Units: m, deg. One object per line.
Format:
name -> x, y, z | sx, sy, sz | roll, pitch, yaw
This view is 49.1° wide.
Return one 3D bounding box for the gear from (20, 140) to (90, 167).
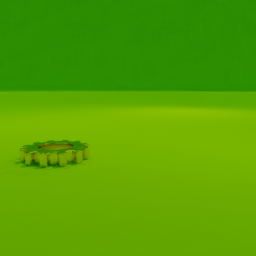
gear -> -1.171, 0.392, 4.562 | 1.079, 0.199, 1.079 | 0, 8, 0
